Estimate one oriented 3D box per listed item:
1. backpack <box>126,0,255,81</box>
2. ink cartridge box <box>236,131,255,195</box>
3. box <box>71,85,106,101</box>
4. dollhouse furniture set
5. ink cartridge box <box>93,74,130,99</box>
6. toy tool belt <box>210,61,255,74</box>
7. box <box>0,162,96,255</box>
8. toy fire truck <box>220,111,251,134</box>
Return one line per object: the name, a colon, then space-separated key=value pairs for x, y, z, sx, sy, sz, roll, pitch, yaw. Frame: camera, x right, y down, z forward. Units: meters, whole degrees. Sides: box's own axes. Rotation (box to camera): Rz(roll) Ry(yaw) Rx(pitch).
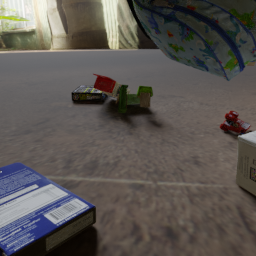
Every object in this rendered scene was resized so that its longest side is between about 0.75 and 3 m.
backpack: x=1.316 y=-2.085 z=5.135 sx=2.773 sy=2.132 sz=2.262 roll=19 pitch=-15 yaw=35
ink cartridge box: x=3.673 y=0.643 z=4.811 sx=2.599 sy=1.090 sz=2.282 roll=-15 pitch=23 yaw=-21
box: x=-1.713 y=-1.606 z=12.738 sx=1.346 sy=0.372 sz=1.680 roll=2 pitch=19 yaw=3
dollhouse furniture set: x=0.193 y=-0.908 z=10.681 sx=1.193 sy=0.914 sz=1.821 roll=4 pitch=-10 yaw=-8
ink cartridge box: x=-0.739 y=-1.666 z=11.548 sx=0.934 sy=0.541 sz=1.608 roll=19 pitch=-1 yaw=35
toy tool belt: x=2.696 y=-2.638 z=7.628 sx=1.386 sy=2.255 sz=1.408 roll=-10 pitch=26 yaw=18
box: x=-1.805 y=1.236 z=4.524 sx=2.328 sy=0.377 sz=1.410 roll=18 pitch=26 yaw=39
toy fire truck: x=3.221 y=-0.105 z=8.370 sx=0.731 sy=0.488 sz=0.870 roll=33 pitch=34 yaw=26
